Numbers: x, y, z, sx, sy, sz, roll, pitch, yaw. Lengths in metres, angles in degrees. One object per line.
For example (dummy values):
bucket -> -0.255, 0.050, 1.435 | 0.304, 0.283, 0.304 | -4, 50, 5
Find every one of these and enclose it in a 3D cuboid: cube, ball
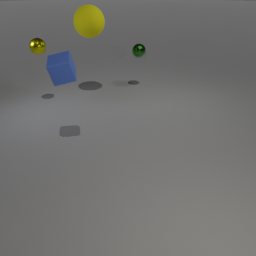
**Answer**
cube -> -2.011, -1.816, 8.529 | 0.700, 0.700, 0.700 | -13, 44, 1
ball -> -3.859, -3.491, 11.972 | 0.700, 0.700, 0.700 | 0, 28, 0
ball -> -1.757, -4.805, 12.639 | 1.400, 1.400, 1.400 | 0, 28, 0
ball -> 0.571, -4.037, 14.600 | 0.700, 0.700, 0.700 | 0, 28, 0
